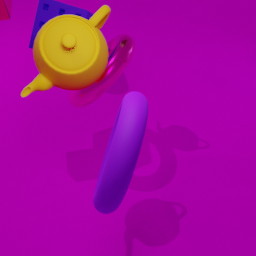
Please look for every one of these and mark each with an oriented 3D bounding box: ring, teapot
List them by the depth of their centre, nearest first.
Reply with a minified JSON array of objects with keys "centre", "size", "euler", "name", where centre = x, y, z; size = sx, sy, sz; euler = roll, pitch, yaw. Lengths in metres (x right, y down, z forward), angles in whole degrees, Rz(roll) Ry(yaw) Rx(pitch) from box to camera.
[{"centre":[-0.098,0.283,3.406],"size":[0.300,1.502,1.502],"euler":[17,50,-5],"name":"ring"},{"centre":[-0.956,-1.194,4.470],"size":[1.229,0.968,1.977],"euler":[41,83,-5],"name":"teapot"},{"centre":[-0.644,-1.342,6.564],"size":[0.420,2.099,2.099],"euler":[40,47,-23],"name":"ring"}]

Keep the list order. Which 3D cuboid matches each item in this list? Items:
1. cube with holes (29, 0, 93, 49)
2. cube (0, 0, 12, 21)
[{"centre":[-1.390,-2.159,6.399],"size":[1.090,1.090,1.090],"euler":[19,13,6],"name":"cube with holes"},{"centre":[-2.783,-2.601,5.503],"size":[0.731,0.731,0.731],"euler":[-10,51,-6],"name":"cube"}]
